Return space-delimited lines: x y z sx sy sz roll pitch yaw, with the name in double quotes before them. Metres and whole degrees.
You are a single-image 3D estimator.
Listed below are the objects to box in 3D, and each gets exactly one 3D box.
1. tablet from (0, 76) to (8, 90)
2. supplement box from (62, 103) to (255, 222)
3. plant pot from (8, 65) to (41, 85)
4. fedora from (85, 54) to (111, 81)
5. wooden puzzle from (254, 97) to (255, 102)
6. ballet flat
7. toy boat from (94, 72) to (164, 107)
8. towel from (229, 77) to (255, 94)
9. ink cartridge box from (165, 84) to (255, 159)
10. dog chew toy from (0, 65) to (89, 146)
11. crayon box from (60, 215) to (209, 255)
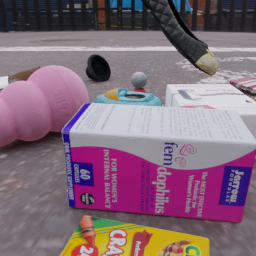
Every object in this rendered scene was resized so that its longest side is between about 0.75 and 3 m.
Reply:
"tablet" -5.545 -1.729 11.143 2.735 0.187 1.780 -20 30 -39
"supplement box" 0.440 0.451 4.437 2.595 1.313 1.341 2 23 6
"plant pot" -3.452 -1.517 9.624 1.085 1.096 1.096 -12 24 -8
"fedora" -1.390 -2.523 12.171 0.632 1.383 1.383 -21 7 36
"wooden puzzle" 3.604 -0.525 7.933 1.692 0.423 1.827 -2 23 -5
"ballet flat" 0.317 -0.702 1.781 0.243 0.856 0.285 -36 -8 24
"toy boat" 0.081 -0.822 7.781 1.963 1.085 2.335 5 24 14
"towel" 4.865 -1.447 10.254 1.377 0.218 1.912 -17 35 -38
"ink cartridge box" 1.905 -0.274 6.543 1.783 1.038 2.448 0 21 -1
"dog chew toy" -2.186 -0.444 6.412 2.576 1.604 1.604 -29 35 -35
"crayon box" 0.173 1.574 2.858 1.826 0.464 1.159 6 23 13
